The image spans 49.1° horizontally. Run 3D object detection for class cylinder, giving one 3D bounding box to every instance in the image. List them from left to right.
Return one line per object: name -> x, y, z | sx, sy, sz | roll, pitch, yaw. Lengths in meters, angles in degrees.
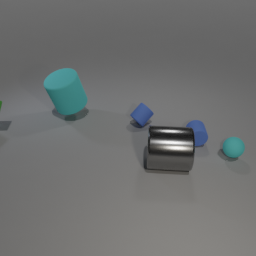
cylinder -> -2.543, -1.499, 11.558 | 1.400, 1.400, 1.400 | -9, 45, 9
cylinder -> 0.567, -0.551, 11.412 | 0.700, 0.700, 0.700 | -48, 42, -1
cylinder -> 1.326, 0.646, 8.965 | 1.400, 1.400, 1.400 | 3, 31, 4
cylinder -> 2.505, 0.179, 10.229 | 0.700, 0.700, 0.700 | 1, 35, 1

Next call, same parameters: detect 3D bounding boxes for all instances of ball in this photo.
ball -> 3.542, 0.647, 9.391 | 0.700, 0.700, 0.700 | 0, 31, 0

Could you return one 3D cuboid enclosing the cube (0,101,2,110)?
cube -> -5.307, -0.736, 10.580 | 0.700, 0.700, 0.700 | -25, 53, 33
